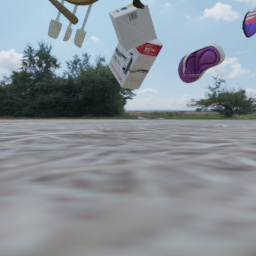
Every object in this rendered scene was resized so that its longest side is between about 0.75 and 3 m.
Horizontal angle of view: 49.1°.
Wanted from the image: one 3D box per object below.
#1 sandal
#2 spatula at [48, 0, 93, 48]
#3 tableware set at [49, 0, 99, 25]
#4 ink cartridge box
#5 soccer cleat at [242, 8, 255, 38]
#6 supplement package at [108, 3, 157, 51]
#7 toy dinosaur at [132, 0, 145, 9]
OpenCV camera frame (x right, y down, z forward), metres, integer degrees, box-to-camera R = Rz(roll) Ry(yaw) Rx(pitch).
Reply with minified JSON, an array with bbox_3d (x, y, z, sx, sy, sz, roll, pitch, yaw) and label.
[{"bbox_3d":[2.426,-2.320,10.242,0.655,1.084,2.664,-32,-1,-22],"label":"sandal"},{"bbox_3d":[-1.743,-3.426,8.669,1.144,1.645,0.132,18,27,-14],"label":"spatula"},{"bbox_3d":[-1.247,-2.731,3.882,2.393,1.582,0.480,38,28,-18],"label":"tableware set"},{"bbox_3d":[0.229,-3.040,11.888,0.953,2.300,1.688,-1,46,-36],"label":"ink cartridge box"},{"bbox_3d":[2.926,-2.436,6.042,1.360,0.464,0.498,-46,28,-25],"label":"soccer cleat"},{"bbox_3d":[0.115,-3.200,8.703,1.035,1.027,1.363,-22,30,0],"label":"supplement package"},{"bbox_3d":[-0.043,-3.154,5.265,2.697,1.038,1.379,6,-44,-27],"label":"toy dinosaur"}]
